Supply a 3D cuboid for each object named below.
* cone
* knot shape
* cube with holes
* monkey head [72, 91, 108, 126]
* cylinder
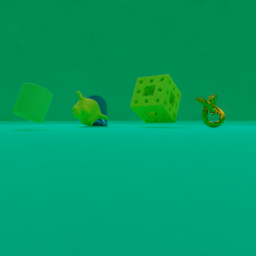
[{"bbox_3d":[-1.102,-0.385,10.757,1.348,1.348,1.353,-1,28,-34],"label":"cone"},{"bbox_3d":[2.680,-0.538,9.008,1.173,1.098,0.542,1,-24,-46],"label":"knot shape"},{"bbox_3d":[0.939,-0.925,9.279,1.141,1.141,1.141,0,-27,33],"label":"cube with holes"},{"bbox_3d":[-1.369,-0.650,9.740,1.482,0.893,1.066,42,-26,-5],"label":"monkey head"},{"bbox_3d":[-2.346,-0.608,6.916,0.757,0.757,0.757,16,-15,4],"label":"cylinder"}]
